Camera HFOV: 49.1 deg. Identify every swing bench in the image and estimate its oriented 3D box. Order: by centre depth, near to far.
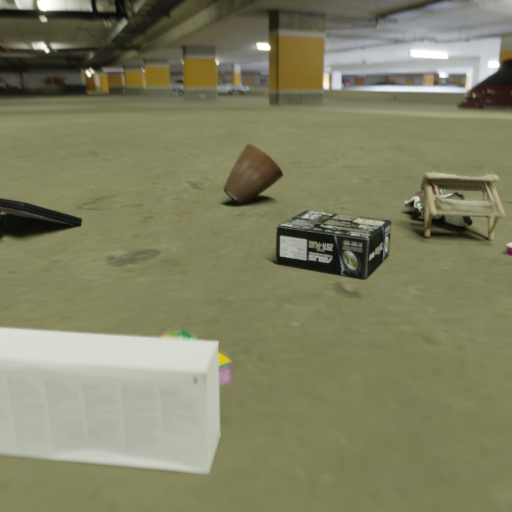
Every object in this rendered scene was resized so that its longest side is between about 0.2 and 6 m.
[{"bbox_3d":[3.919,-1.072,10.769,1.307,0.853,1.314,2,58,7],"label":"swing bench"}]

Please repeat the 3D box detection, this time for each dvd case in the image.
[{"bbox_3d":[-4.940,-0.971,11.471,2.236,0.196,1.595,10,-3,27],"label":"dvd case"}]

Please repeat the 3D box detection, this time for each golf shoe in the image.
[{"bbox_3d":[3.886,-0.956,11.897,0.856,0.750,1.944,-23,19,-2],"label":"golf shoe"}]

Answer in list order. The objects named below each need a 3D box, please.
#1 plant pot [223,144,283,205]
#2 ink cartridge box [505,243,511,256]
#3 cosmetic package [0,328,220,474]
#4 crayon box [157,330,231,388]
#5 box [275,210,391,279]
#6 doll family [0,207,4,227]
[{"bbox_3d":[-0.183,-1.855,13.417,1.217,1.138,1.138,-48,32,-7],"label":"plant pot"},{"bbox_3d":[5.007,-0.144,9.945,1.075,0.226,0.641,-17,25,-34],"label":"ink cartridge box"},{"bbox_3d":[-1.503,1.190,4.815,2.342,0.967,0.593,3,20,7],"label":"cosmetic package"},{"bbox_3d":[-0.947,1.194,5.834,1.060,0.309,0.914,-14,24,-39],"label":"crayon box"},{"bbox_3d":[1.313,-0.237,9.466,1.597,0.688,1.308,9,21,26],"label":"box"},{"bbox_3d":[-5.423,-0.638,10.660,1.906,0.748,1.102,13,27,42],"label":"doll family"}]
